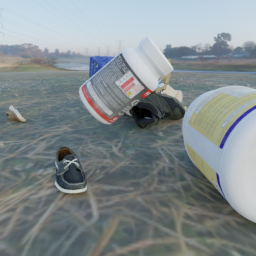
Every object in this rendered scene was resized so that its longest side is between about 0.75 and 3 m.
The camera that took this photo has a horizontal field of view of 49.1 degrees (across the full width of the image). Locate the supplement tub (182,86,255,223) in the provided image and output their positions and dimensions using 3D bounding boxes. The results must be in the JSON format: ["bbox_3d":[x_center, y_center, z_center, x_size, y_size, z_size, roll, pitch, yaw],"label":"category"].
[{"bbox_3d":[2.140,0.260,5.064,1.935,1.935,2.662,-1,15,-5],"label":"supplement tub"}]

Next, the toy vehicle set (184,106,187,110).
[{"bbox_3d":[2.037,-0.969,13.383,0.807,0.172,1.299,-13,20,-42],"label":"toy vehicle set"}]

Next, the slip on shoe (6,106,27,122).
[{"bbox_3d":[-4.452,-0.483,11.027,0.452,0.567,1.492,-47,41,-13],"label":"slip on shoe"}]

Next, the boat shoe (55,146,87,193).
[{"bbox_3d":[-1.203,0.833,5.677,0.579,0.545,1.613,-4,16,-20],"label":"boat shoe"}]

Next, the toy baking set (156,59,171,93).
[{"bbox_3d":[1.221,-1.846,9.921,0.167,1.439,1.104,11,-6,30],"label":"toy baking set"}]

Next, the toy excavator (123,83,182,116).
[{"bbox_3d":[0.977,-1.451,11.906,2.901,2.821,1.449,-44,34,-21],"label":"toy excavator"}]

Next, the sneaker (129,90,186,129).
[{"bbox_3d":[1.060,-0.542,10.192,2.838,1.625,1.085,24,-39,-38],"label":"sneaker"}]

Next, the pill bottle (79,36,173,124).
[{"bbox_3d":[-0.040,-1.025,6.094,1.894,1.097,1.097,-37,6,16],"label":"pill bottle"}]

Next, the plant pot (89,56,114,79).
[{"bbox_3d":[-1.155,-3.505,19.020,2.433,2.433,2.188,-7,23,-25],"label":"plant pot"}]
